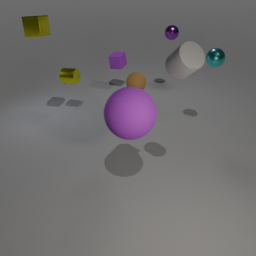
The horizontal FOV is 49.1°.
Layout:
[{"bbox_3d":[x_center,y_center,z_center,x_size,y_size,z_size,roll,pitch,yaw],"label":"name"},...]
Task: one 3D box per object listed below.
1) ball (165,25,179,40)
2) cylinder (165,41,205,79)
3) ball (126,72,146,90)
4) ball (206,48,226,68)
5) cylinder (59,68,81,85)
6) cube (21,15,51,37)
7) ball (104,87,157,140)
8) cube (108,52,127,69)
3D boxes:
[{"bbox_3d":[2.143,-4.668,13.704,0.700,0.700,0.700,0,31,0],"label":"ball"},{"bbox_3d":[1.363,-1.613,6.732,0.700,0.700,0.700,-15,-6,-23],"label":"cylinder"},{"bbox_3d":[0.284,-1.581,9.692,0.700,0.700,0.700,0,31,0],"label":"ball"},{"bbox_3d":[3.200,-2.563,10.246,0.700,0.700,0.700,0,31,0],"label":"ball"},{"bbox_3d":[-2.560,-2.299,12.409,0.700,0.700,0.700,7,32,17],"label":"cylinder"},{"bbox_3d":[-3.369,-3.756,10.317,0.700,0.700,0.700,3,24,14],"label":"cube"},{"bbox_3d":[0.060,-0.383,7.394,1.400,1.400,1.400,0,31,0],"label":"ball"},{"bbox_3d":[-0.544,-3.616,14.976,0.700,0.700,0.700,8,38,26],"label":"cube"}]
